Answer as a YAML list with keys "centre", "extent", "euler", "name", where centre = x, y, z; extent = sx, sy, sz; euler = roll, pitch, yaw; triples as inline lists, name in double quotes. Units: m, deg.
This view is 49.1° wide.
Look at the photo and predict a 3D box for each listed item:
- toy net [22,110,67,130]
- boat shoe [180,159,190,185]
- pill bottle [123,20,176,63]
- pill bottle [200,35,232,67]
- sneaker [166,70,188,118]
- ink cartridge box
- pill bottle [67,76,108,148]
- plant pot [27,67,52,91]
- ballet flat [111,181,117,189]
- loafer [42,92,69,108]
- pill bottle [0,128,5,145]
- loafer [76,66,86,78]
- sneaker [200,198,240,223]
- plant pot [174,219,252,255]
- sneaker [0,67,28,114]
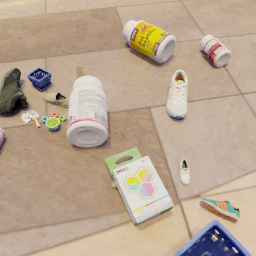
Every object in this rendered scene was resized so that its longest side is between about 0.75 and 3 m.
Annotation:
- centre: [-3.569, -0.467, 11.667]
  extent: [1.887, 0.364, 0.990]
  euler: [17, 54, 13]
  name: "toy net"
- centre: [2.042, 1.561, 10.116]
  extent: [0.355, 0.316, 0.966]
  euler: [-3, 52, -2]
  name: "boat shoe"
- centre: [1.013, -4.441, 14.083]
  extent: [2.611, 1.426, 1.426]
  euler: [36, 60, 25]
  name: "pill bottle"
- centre: [4.319, -3.873, 13.968]
  extent: [0.922, 0.922, 1.614]
  euler: [-17, 54, -13]
  name: "pill bottle"
- centre: [2.141, -1.465, 12.067]
  extent: [0.915, 0.966, 2.393]
  euler: [4, 53, 1]
  name: "sneaker"
- centre: [0.307, 1.780, 9.362]
  extent: [1.317, 0.752, 2.537]
  euler: [-20, 66, -15]
  name: "ink cartridge box"
- centre: [-1.588, -0.706, 11.117]
  extent: [1.518, 1.518, 2.679]
  euler: [-3, 52, -2]
  name: "pill bottle"
- centre: [-3.988, -2.194, 12.775]
  extent: [0.781, 0.702, 0.781]
  euler: [28, 53, 20]
  name: "plant pot"
- centre: [-0.139, 1.862, 9.881]
  extent: [0.982, 0.347, 0.347]
  euler: [-19, 54, -14]
  name: "ballet flat"
- centre: [-3.139, -1.335, 12.261]
  extent: [1.432, 0.489, 0.542]
  euler: [17, 54, 13]
  name: "loafer"
- centre: [-5.230, 0.615, 10.593]
  extent: [0.723, 0.723, 1.275]
  euler: [5, 53, 4]
  name: "pill bottle"
- centre: [-2.070, -2.254, 12.971]
  extent: [0.493, 0.556, 1.462]
  euler: [-10, 63, -6]
  name: "loafer"
- centre: [3.045, 2.604, 9.254]
  extent: [1.287, 0.459, 0.514]
  euler: [26, 52, 12]
  name: "sneaker"
- centre: [2.254, 3.829, 7.581]
  extent: [1.702, 1.531, 1.702]
  euler: [-30, 59, -22]
  name: "plant pot"
- centre: [-4.865, -1.595, 12.228]
  extent: [1.380, 0.921, 2.409]
  euler: [6, 55, 3]
  name: "sneaker"
